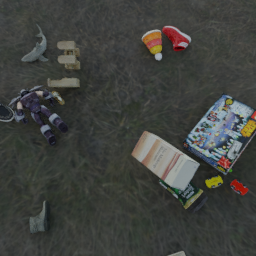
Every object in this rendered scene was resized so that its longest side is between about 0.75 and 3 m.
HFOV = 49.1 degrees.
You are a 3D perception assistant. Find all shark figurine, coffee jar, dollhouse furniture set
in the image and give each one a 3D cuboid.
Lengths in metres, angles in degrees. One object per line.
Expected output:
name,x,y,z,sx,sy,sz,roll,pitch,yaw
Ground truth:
shark figurine,-4.145,-3.885,13.056,1.121,0.783,1.876,15,70,5
coffee jar,2.076,2.297,10.476,0.916,0.750,1.757,-42,74,-15
dollhouse furniture set,-2.793,-2.716,12.131,1.227,1.618,1.846,-1,94,-2

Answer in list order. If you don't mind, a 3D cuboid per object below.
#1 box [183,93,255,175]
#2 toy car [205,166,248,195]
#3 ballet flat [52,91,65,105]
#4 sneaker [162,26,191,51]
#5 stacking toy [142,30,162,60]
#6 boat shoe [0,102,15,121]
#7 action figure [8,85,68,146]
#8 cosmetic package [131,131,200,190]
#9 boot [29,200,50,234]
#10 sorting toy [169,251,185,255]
box,3.883,0.137,11.278,2.014,0.587,2.942,34,71,24
toy car,3.852,1.815,10.845,1.535,0.342,1.444,9,60,17
ballet flat,-3.066,-1.374,12.266,0.286,0.263,0.834,-41,73,-15
sneaker,2.180,-4.228,13.293,1.477,0.579,0.853,28,69,12
stacking toy,1.275,-3.789,13.047,0.961,0.961,1.315,-18,84,-7
boat shoe,-5.706,-0.942,11.910,1.928,0.582,0.712,33,71,13
action figure,-3.717,-0.654,11.635,1.847,0.985,2.839,-40,70,-8
cosmetic package,1.279,1.120,10.011,2.171,0.947,1.122,33,97,43
boot,-3.284,3.263,10.299,0.749,0.388,1.146,-7,66,3
sorting toy,1.681,4.921,9.695,0.946,0.186,1.022,-16,69,-6
